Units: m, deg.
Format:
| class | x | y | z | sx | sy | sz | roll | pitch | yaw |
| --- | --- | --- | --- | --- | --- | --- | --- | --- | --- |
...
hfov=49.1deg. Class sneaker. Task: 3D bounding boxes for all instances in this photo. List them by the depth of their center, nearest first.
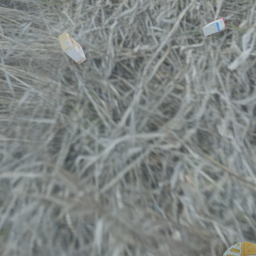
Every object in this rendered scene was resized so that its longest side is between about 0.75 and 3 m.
| class | x | y | z | sx | sy | sz | roll | pitch | yaw |
| --- | --- | --- | --- | --- | --- | --- | --- | --- | --- |
| sneaker | 2.542 | 3.733 | 5.823 | 1.003 | 1.162 | 2.651 | -18 | 26 | 28 |

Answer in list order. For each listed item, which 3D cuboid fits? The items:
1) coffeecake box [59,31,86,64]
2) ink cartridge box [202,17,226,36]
| class | x | y | z | sx | sy | sz | roll | pitch | yaw |
| --- | --- | --- | --- | --- | --- | --- | --- | --- | --- |
| coffeecake box | -2.020 | -2.898 | 10.180 | 0.352 | 0.964 | 0.740 | -30 | 61 | 15 |
| ink cartridge box | 3.438 | -4.016 | 11.070 | 0.602 | 0.348 | 1.036 | -7 | 25 | 44 |
